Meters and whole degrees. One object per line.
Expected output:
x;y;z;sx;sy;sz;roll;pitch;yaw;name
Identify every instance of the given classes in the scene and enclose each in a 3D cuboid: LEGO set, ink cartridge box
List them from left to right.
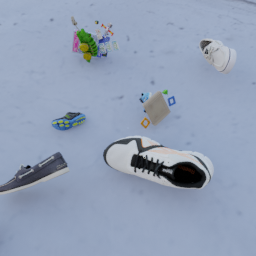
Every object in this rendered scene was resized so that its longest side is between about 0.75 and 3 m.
-1.423;-3.186;10.676;1.384;0.826;0.290;9;26;-8;ink cartridge box
-0.848;-3.285;10.057;0.880;1.179;0.289;2;28;37;LEGO set

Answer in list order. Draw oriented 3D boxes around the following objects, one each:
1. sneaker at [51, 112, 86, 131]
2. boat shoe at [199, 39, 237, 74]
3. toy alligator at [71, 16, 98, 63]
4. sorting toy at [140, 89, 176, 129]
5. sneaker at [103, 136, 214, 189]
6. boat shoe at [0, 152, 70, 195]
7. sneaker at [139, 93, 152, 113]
-1.839;-0.233;8.575;1.102;0.391;0.457;-21;39;-35;sneaker
2.986;-2.573;9.615;0.777;0.850;2.364;13;35;-8;boat shoe
-1.432;-3.069;9.833;0.554;2.041;0.605;-5;59;6;toy alligator
0.840;-0.593;8.480;1.448;0.815;0.197;-41;27;-19;sorting toy
0.696;0.842;6.954;2.843;1.048;1.137;8;7;13;sneaker
-2.405;1.133;6.904;1.904;0.692;0.597;-20;86;3;boat shoe
0.524;-0.797;8.791;0.377;0.329;0.839;10;47;-4;sneaker
